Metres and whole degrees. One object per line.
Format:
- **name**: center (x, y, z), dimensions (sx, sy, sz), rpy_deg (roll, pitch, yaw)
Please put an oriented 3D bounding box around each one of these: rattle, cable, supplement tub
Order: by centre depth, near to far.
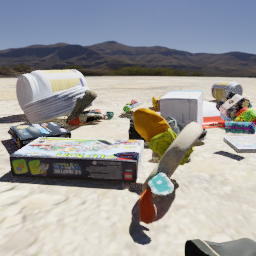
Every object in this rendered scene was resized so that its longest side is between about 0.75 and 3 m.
- **rattle**: center (0.368, 0.450, 5.384), dimensions (2.359, 1.685, 1.536), rpy_deg (-38, -4, -42)
- **cable**: center (-2.833, -0.928, 11.557), dimensions (2.857, 0.989, 2.856), rpy_deg (-22, 8, -27)
- **supplement tub**: center (-3.729, -1.786, 13.865), dimensions (2.937, 2.135, 2.135), rpy_deg (-13, 18, -42)
- **supplement tub**: center (6.489, -2.413, 18.409), dimensions (1.249, 1.249, 1.718), rpy_deg (-8, 16, -30)

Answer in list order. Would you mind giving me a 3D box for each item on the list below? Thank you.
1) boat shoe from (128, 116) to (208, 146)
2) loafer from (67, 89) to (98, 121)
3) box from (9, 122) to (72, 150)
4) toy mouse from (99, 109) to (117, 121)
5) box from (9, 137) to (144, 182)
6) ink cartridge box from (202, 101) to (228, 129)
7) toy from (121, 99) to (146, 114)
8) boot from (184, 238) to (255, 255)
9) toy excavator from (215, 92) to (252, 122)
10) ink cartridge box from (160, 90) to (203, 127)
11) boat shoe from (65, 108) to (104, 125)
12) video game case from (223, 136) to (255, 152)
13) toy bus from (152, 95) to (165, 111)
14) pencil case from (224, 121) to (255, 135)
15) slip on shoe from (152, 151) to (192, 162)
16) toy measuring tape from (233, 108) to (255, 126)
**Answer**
- **boat shoe**: center (1.290, 0.070, 8.894), dimensions (2.574, 0.870, 0.924), rpy_deg (1, 12, -2)
- **loafer**: center (-1.635, -0.795, 9.572), dimensions (1.359, 0.458, 0.517), rpy_deg (-49, 14, -16)
- **box**: center (-2.860, 0.231, 9.037), dimensions (1.520, 0.440, 1.912), rpy_deg (-8, 15, -30)
- **toy mouse**: center (-1.101, -0.529, 12.554), dimensions (1.388, 0.302, 1.562), rpy_deg (6, 15, 26)
- **box**: center (-1.119, 0.708, 6.840), dimensions (2.890, 0.502, 1.591), rpy_deg (1, 14, 8)
- **ink cartridge box**: center (3.097, -0.634, 12.248), dimensions (2.339, 0.821, 2.878), rpy_deg (-4, 10, -16)
- **toy**: center (0.191, -1.153, 13.927), dimensions (1.069, 0.438, 1.857), rpy_deg (-25, 6, 24)
- **boot**: center (1.383, 1.627, 3.129), dimensions (0.954, 0.534, 1.379), rpy_deg (1, 13, -18)
- **toy excavator**: center (4.841, -0.663, 11.815), dimensions (1.839, 1.891, 0.944), rpy_deg (-37, 35, -2)
- **ink cartridge box**: center (2.034, -0.602, 10.417), dimensions (1.329, 1.353, 1.837), rpy_deg (2, 15, 20)
- **boat shoe**: center (-1.784, -0.392, 11.564), dimensions (1.599, 0.569, 0.500), rpy_deg (-18, 61, -28)
- **video game case**: center (3.660, 0.486, 8.679), dimensions (0.981, 0.123, 1.370), rpy_deg (0, 14, 1)
- **toy bus**: center (1.783, -1.423, 15.661), dimensions (0.747, 0.621, 1.909), rpy_deg (-1, 14, -1)
- **pencil case**: center (3.185, -0.001, 8.012), dimensions (0.391, 0.360, 0.845), rpy_deg (-5, 6, -41)
- **slip on shoe**: center (1.147, 0.694, 7.376), dimensions (1.043, 0.316, 0.396), rpy_deg (3, 14, 11)
- **toy measuring tape**: center (4.923, -0.441, 10.999), dimensions (2.336, 0.859, 0.859), rpy_deg (-11, 17, -40)
